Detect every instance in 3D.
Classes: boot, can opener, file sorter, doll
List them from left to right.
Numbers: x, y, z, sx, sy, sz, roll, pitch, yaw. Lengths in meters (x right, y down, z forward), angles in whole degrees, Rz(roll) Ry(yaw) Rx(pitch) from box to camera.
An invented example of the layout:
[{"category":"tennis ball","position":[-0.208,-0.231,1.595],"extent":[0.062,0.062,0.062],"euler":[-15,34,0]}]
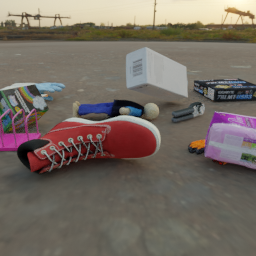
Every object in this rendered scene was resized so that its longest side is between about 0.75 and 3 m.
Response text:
[{"category":"file sorter","position":[-2.805,0.008,6.527],"extent":[1.250,0.784,0.869],"euler":[-1,21,-2]},{"category":"boot","position":[-0.786,0.423,5.332],"extent":[2.537,0.919,1.830],"euler":[2,19,28]},{"category":"doll","position":[-0.318,-0.546,8.266],"extent":[2.464,0.597,1.681],"euler":[0,12,-2]},{"category":"can opener","position":[1.804,-0.468,8.428],"extent":[1.361,0.358,0.452],"euler":[-18,30,-34]}]

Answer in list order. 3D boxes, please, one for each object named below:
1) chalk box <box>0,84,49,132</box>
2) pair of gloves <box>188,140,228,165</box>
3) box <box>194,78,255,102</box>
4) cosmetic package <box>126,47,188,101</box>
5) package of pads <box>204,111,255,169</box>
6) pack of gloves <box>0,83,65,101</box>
[{"category":"chalk box","position":[-2.988,-0.501,7.379],"extent":[0.850,0.856,1.371],"euler":[-34,-5,39]},{"category":"pair of gloves","position":[1.949,0.470,6.226],"extent":[0.979,0.136,1.099],"euler":[-17,27,-38]},{"category":"box","position":[3.949,-1.547,11.138],"extent":[2.070,0.514,2.054],"euler":[-3,21,-8]},{"category":"cosmetic package","position":[1.019,-1.686,9.286],"extent":[0.869,1.193,2.347],"euler":[-8,-13,41]},{"category":"package of pads","position":[2.633,0.281,5.598],"extent":[2.073,0.784,1.249],"euler":[11,21,14]},{"category":"pack of gloves","position":[-3.798,-1.070,10.168],"extent":[2.773,0.547,2.329],"euler":[3,27,25]}]
